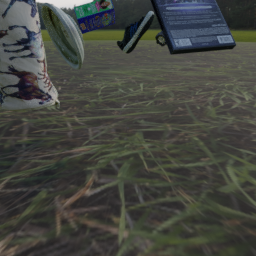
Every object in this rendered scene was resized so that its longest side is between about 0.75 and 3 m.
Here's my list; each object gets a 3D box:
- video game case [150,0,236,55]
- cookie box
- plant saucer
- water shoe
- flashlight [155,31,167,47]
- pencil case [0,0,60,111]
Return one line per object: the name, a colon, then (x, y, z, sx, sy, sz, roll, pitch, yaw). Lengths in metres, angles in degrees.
video game case: (1.675, -3.341, 7.870, 1.981, 2.774, 0.263, -10, -20, -18)
cookie box: (-0.900, -3.077, 7.688, 1.020, 0.383, 0.872, -19, -6, -3)
plant saucer: (-1.931, -2.934, 8.870, 0.550, 2.193, 2.193, -34, 33, -17)
water shoe: (0.228, -3.666, 10.451, 0.711, 1.801, 0.644, 42, 22, 9)
flashlight: (1.583, -3.656, 10.413, 0.521, 0.519, 1.532, -20, 29, 56)
pencil case: (-2.056, -1.600, 5.296, 1.192, 2.666, 1.037, -10, 13, -7)
